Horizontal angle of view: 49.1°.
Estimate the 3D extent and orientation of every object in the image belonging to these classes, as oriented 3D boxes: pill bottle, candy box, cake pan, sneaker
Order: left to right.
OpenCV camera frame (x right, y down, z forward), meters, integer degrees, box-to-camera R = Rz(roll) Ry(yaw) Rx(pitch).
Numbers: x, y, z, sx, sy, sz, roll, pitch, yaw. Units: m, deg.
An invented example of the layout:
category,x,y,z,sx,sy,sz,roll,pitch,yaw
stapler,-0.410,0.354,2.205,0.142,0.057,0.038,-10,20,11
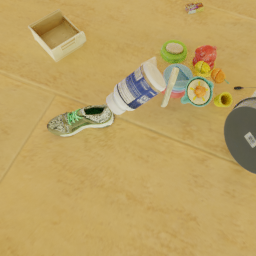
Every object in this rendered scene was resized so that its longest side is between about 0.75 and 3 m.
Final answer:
category,x,y,z,sx,sy,sz,roll,pitch,yaw
sneaker,-1.874,-0.489,10.907,2.684,1.189,1.032,-15,65,-7
pill bottle,0.244,-1.386,10.464,2.136,1.185,1.185,-33,62,28
candy box,3.353,-6.063,14.121,0.842,0.238,0.491,-14,65,-8
cake pan,4.338,0.362,9.495,0.519,2.833,2.833,-18,65,-23

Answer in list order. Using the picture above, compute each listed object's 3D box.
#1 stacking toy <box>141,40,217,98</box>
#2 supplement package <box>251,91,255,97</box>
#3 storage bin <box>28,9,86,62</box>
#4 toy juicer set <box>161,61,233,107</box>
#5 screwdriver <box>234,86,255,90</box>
category,x,y,z,sx,sy,sz,roll,pitch,yaw
stacking toy,2.195,-2.923,12.068,2.884,1.218,2.610,-41,71,-18
supplement package,5.242,-0.960,11.334,0.613,0.834,0.797,23,67,11
storage bin,-3.202,-4.308,12.925,1.853,0.875,1.866,-38,70,-16
toy juicer set,2.726,-1.741,10.958,2.931,0.798,1.865,-1,89,-15
screwdriver,5.075,-1.720,12.100,0.979,0.142,0.137,3,33,-2
